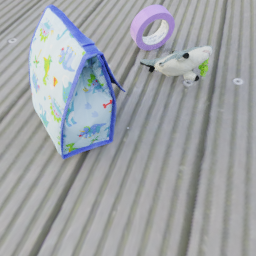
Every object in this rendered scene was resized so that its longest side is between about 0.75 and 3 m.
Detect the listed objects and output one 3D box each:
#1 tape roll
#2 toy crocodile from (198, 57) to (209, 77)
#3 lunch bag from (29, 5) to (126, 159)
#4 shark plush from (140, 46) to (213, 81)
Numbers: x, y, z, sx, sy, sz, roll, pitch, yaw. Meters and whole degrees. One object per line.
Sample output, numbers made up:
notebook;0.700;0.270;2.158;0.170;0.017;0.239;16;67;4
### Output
tape roll;0.897;-3.622;10.203;1.574;1.574;0.516;-19;60;-16
toy crocodile;2.494;-2.117;9.097;0.284;0.921;0.311;-19;32;-25
lunch bag;-1.423;-1.207;7.153;1.897;2.978;2.532;-21;51;-26
shark plush;1.514;-2.135;9.190;2.428;1.103;1.011;-4;52;48
